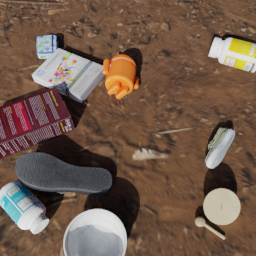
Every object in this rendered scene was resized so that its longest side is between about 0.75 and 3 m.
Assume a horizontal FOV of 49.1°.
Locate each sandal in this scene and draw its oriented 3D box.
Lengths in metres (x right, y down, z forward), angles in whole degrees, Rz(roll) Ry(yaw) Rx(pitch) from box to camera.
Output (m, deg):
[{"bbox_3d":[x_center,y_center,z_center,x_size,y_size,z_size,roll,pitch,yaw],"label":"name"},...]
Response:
[{"bbox_3d":[-2.000,1.574,8.626,2.983,0.639,1.134,15,53,-5],"label":"sandal"}]

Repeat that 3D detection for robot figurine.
[{"bbox_3d":[-0.246,-2.018,10.704,1.354,1.098,1.883,5,58,6],"label":"robot figurine"}]

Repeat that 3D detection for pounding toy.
[{"bbox_3d":[2.621,2.380,8.253,1.046,0.629,1.356,27,90,4],"label":"pounding toy"}]

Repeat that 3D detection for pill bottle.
[{"bbox_3d":[-2.970,2.291,8.040,1.555,0.861,0.861,39,65,21],"label":"pill bottle"},{"bbox_3d":[4.340,-3.028,11.335,1.941,1.080,1.080,20,59,12],"label":"pill bottle"}]

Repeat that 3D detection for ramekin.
[{"bbox_3d":[-0.841,3.098,7.530,1.650,0.866,1.650,0,57,0],"label":"ramekin"}]

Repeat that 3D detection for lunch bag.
[{"bbox_3d":[-3.435,-3.503,12.023,0.911,0.467,1.133,-5,58,-6],"label":"lunch bag"}]

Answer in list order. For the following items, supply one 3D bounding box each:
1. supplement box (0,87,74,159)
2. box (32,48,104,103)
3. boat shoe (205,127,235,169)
[{"bbox_3d":[-3.472,-0.189,9.635,2.841,0.865,1.546,-22,59,-13],"label":"supplement box"},{"bbox_3d":[-2.318,-2.137,11.138,2.286,0.471,1.782,25,60,16],"label":"box"},{"bbox_3d":[2.981,0.648,9.353,0.538,0.625,1.735,19,51,38],"label":"boat shoe"}]
